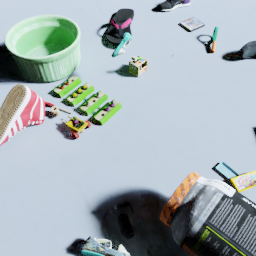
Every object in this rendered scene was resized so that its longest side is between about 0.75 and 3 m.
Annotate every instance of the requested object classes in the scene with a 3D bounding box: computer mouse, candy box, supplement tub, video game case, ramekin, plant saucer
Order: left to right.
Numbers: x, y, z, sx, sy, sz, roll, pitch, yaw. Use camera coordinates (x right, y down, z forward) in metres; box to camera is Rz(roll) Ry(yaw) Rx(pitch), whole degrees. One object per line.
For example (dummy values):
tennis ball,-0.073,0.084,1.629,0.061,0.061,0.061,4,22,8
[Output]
ramekin,-3.044,-2.957,10.532,2.665,1.302,2.665,0,53,0
computer mouse,-0.045,2.338,7.120,0.644,0.211,0.917,-6,69,-52
video game case,2.886,-4.667,12.603,0.847,0.108,0.765,-28,57,-20
supplement tub,2.275,2.374,6.130,2.942,1.803,1.803,35,60,23
plant saucer,2.987,1.381,7.981,0.349,0.095,0.999,-35,61,-24
candy box,3.303,1.486,7.781,0.835,0.110,0.427,-16,51,-12

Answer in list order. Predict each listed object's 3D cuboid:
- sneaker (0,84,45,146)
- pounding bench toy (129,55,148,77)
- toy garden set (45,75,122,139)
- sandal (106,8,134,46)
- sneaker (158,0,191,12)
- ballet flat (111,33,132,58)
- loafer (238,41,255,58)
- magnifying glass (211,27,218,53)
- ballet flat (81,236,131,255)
sneaker,-3.541,-0.109,8.793,0.867,1.369,2.434,36,90,22
pounding bench toy,0.414,-2.437,10.464,0.491,0.790,0.616,36,61,24
toy garden set,-1.718,-0.832,9.427,2.363,0.471,1.970,32,59,22
sandal,-0.301,-4.583,12.188,1.093,0.656,2.911,5,53,4
sneaker,2.218,-6.152,13.322,1.749,0.766,0.662,-23,56,-16
ballet flat,-0.181,-2.694,9.332,0.334,0.950,0.320,36,15,4
loafer,5.220,-3.118,11.079,1.847,0.627,0.648,-18,46,-18
magnifying glass,3.588,-3.661,11.646,0.150,0.532,1.337,11,64,3
ballet flat,-0.379,2.913,6.569,1.465,0.544,0.544,17,54,9
